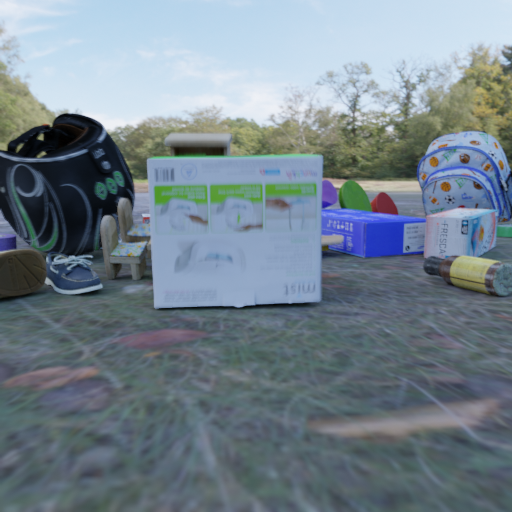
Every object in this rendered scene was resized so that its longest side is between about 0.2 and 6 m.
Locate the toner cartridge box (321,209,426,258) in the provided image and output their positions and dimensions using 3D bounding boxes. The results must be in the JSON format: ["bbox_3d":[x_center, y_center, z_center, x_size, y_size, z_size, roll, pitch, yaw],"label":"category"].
[{"bbox_3d":[2.250,-0.608,13.212,1.707,0.776,3.594,-2,9,-22],"label":"toner cartridge box"}]

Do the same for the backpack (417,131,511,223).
[{"bbox_3d":[5.892,-2.095,16.036,2.851,2.716,2.196,-8,26,36],"label":"backpack"}]

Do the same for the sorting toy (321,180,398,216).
[{"bbox_3d":[2.580,-1.272,16.055,3.807,1.320,1.311,9,-24,-44],"label":"sorting toy"}]

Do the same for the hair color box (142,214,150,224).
[{"bbox_3d":[-2.374,-0.926,16.168,1.795,0.550,0.911,-1,9,-13],"label":"hair color box"}]

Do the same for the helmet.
[{"bbox_3d":[-3.777,-1.253,11.237,2.715,2.588,2.715,-2,37,2],"label":"helmet"}]

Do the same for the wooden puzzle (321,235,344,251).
[{"bbox_3d":[0.854,-0.178,11.795,1.536,0.286,1.421,-11,5,-30],"label":"wooden puzzle"}]

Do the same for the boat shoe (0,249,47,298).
[{"bbox_3d":[-3.860,0.313,7.252,0.748,0.827,2.320,-4,-2,28],"label":"boat shoe"}]

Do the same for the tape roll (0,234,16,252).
[{"bbox_3d":[-5.339,-0.149,10.992,1.183,0.503,1.183,1,8,0],"label":"tape roll"}]

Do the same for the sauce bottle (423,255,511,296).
[{"bbox_3d":[3.154,0.239,8.453,0.504,0.504,1.556,-4,10,-24],"label":"sauce bottle"}]

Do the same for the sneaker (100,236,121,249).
[{"bbox_3d":[-3.592,-0.615,13.269,0.560,0.785,1.583,-1,7,5],"label":"sneaker"}]

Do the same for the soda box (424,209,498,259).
[{"bbox_3d":[4.493,-0.507,12.139,0.962,0.894,2.813,6,11,32],"label":"soda box"}]

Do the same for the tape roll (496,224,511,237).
[{"bbox_3d":[7.126,-0.711,15.523,1.175,0.282,1.175,-3,6,0],"label":"tape roll"}]

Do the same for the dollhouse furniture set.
[{"bbox_3d":[-1.149,-0.916,9.686,2.355,1.785,2.687,1,26,5],"label":"dollhouse furniture set"}]

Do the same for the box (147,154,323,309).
[{"bbox_3d":[-0.272,-0.357,7.381,2.170,1.914,1.049,-3,12,-5],"label":"box"}]

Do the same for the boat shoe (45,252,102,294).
[{"bbox_3d":[-2.787,0.234,8.457,0.606,0.500,1.618,-6,10,-34],"label":"boat shoe"}]
